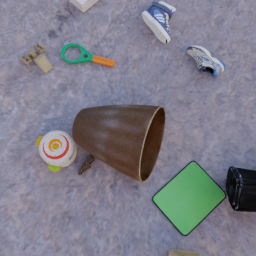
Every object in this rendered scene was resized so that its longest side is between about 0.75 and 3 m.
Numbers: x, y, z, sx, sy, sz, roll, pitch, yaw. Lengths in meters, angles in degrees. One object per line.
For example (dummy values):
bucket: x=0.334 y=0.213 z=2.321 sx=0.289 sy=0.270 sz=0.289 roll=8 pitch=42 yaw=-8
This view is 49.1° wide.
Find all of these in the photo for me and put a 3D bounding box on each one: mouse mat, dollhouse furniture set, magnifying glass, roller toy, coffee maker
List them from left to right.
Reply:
dollhouse furniture set: x=-3.806 y=-2.896 z=11.888 sx=0.987 sy=0.748 sz=1.127 roll=-45 pitch=55 yaw=-13
roller toy: x=-2.604 y=0.763 z=10.421 sx=1.277 sy=0.978 sz=1.400 roll=-29 pitch=74 yaw=-9
magnifying glass: x=-1.727 y=-3.038 z=12.048 sx=2.384 sy=0.267 sz=0.949 roll=15 pitch=73 yaw=7
mouse mat: x=2.260 y=2.547 z=10.325 sx=2.275 sy=0.086 sz=1.830 roll=-39 pitch=76 yaw=-11
coffee maker: x=4.675 y=2.091 z=9.349 sx=2.316 sy=2.225 sz=1.560 roll=3 pitch=86 yaw=3

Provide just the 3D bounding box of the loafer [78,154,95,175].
loafer: x=-1.557 y=1.420 z=10.548 sx=0.323 sy=0.333 sz=0.911 roll=32 pitch=75 yaw=11

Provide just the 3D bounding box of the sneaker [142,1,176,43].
sneaker: x=1.667 y=-4.768 z=12.288 sx=1.422 sy=0.783 sz=1.942 roll=-34 pitch=70 yaw=-6

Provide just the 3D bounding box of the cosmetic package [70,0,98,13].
cosmetic package: x=-1.571 y=-6.445 z=12.928 sx=0.968 sy=0.594 sz=2.345 roll=43 pitch=77 yaw=12

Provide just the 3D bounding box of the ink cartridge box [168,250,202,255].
ink cartridge box: x=1.790 y=4.911 z=8.168 sx=1.034 sy=2.752 sz=2.267 roll=6 pitch=71 yaw=2

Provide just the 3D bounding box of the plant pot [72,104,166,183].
plant pot: x=-0.431 y=0.252 z=9.948 sx=2.857 sy=2.671 sz=2.671 roll=14 pitch=72 yaw=18

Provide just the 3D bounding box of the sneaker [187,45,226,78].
sneaker: x=3.159 y=-2.780 z=11.730 sx=1.811 sy=0.698 sz=0.771 roll=37 pitch=80 yaw=11
